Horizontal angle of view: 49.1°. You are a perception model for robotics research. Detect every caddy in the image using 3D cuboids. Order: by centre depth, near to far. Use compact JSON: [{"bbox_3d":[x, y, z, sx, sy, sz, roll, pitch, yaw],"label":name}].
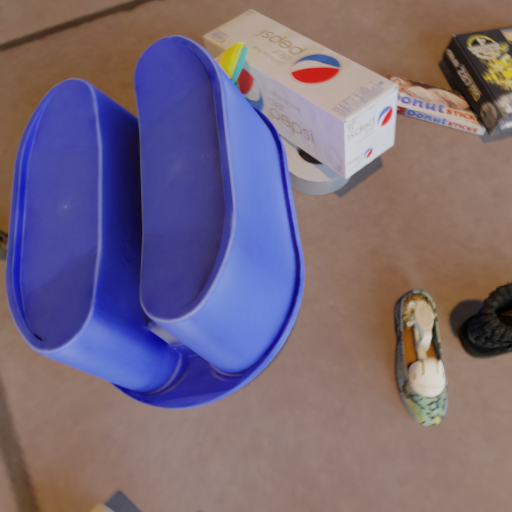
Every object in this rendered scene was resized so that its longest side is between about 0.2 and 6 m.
[{"bbox_3d":[-1.322,-0.468,8.129,3.634,2.698,5.141,-15,64,19],"label":"caddy"}]

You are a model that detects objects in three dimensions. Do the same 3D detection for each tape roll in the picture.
[{"bbox_3d":[1.053,-1.782,9.854,1.405,0.464,1.405,0,65,0],"label":"tape roll"}]

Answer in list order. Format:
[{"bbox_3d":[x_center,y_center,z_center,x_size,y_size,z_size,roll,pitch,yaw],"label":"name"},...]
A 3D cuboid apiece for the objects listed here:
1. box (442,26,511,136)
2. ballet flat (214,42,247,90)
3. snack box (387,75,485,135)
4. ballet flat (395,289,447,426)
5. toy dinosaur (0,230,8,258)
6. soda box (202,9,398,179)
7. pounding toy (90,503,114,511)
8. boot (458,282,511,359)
[{"bbox_3d":[5.037,-3.340,10.370,2.541,0.624,2.048,-12,66,-13],"label":"box"},{"bbox_3d":[-0.539,-2.937,9.261,0.586,1.749,0.584,23,73,1],"label":"ballet flat"},{"bbox_3d":[3.323,-2.822,10.446,1.949,0.237,0.701,17,65,7],"label":"snack box"},{"bbox_3d":[2.432,1.431,8.270,0.758,0.758,2.042,-4,66,-2],"label":"ballet flat"},{"bbox_3d":[-4.350,-0.264,8.983,1.863,0.953,0.717,9,93,-10],"label":"toy dinosaur"},{"bbox_3d":[0.643,-2.828,9.442,1.139,1.219,3.579,-36,55,-17],"label":"soda box"},{"bbox_3d":[-1.413,4.115,6.795,2.098,0.960,1.843,36,66,26],"label":"pounding toy"},{"bbox_3d":[4.113,0.740,7.904,2.360,1.764,0.888,-23,67,-5],"label":"boot"}]
